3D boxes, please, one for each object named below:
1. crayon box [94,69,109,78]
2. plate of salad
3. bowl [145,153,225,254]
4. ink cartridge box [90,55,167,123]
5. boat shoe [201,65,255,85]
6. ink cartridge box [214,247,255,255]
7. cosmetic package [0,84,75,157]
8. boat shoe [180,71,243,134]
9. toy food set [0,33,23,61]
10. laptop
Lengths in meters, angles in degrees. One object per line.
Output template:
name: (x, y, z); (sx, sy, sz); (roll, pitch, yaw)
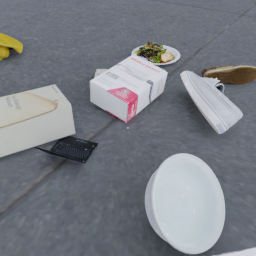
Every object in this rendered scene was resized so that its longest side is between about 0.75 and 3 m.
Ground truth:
crayon box: (-0.651, -1.917, 10.500); (1.147, 0.296, 0.721); (0, 39, 1)
plate of salad: (1.196, -3.273, 12.048); (2.100, 0.504, 2.100); (-1, 39, 0)
bowl: (0.968, 1.456, 5.469); (1.802, 0.810, 1.802); (12, 67, -30)
ink cartridge box: (0.041, -1.343, 9.084); (1.533, 0.893, 2.118); (32, 51, 23)
boat shoe: (3.741, -2.052, 10.362); (2.045, 0.738, 0.736); (-7, 39, 1)
ink cartridge box: (1.561, 2.419, 3.687); (1.428, 1.961, 0.832); (-7, 39, -9)
cosmetic package: (-3.074, -0.157, 7.612); (2.870, 1.049, 1.486); (-20, 39, -24)
boat shoe: (2.469, -1.033, 8.520); (0.966, 1.016, 2.821); (-32, 35, 12)
toy food set: (-5.912, -3.656, 12.342); (2.913, 0.951, 1.714); (33, 25, 32)
laptop: (-1.544, 0.456, 7.233); (1.109, 0.646, 1.251); (14, 40, 16)
